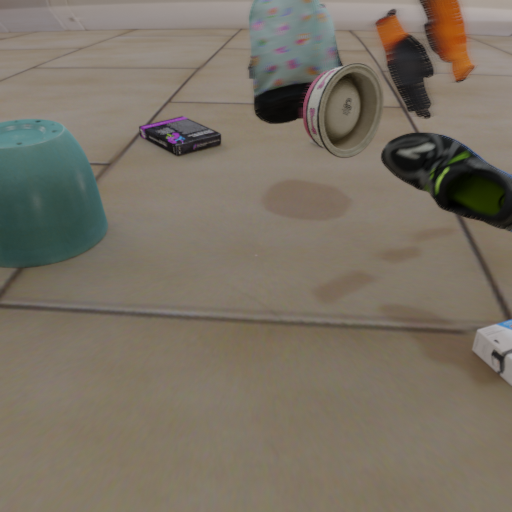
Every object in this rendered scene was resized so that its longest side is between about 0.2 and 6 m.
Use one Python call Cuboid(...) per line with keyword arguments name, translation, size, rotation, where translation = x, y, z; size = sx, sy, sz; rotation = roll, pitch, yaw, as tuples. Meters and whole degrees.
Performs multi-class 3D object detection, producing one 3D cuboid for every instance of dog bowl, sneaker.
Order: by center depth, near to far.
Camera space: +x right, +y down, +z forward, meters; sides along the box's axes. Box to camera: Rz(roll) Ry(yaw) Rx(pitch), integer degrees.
Cuboid(name="sneaker", translation=(2.561, -1.065, 7.334), size=(0.955, 0.817, 2.305), rotation=(4, 27, -45))
Cuboid(name="dog bowl", translation=(1.274, -2.198, 8.431), size=(1.370, 1.370, 0.505), rotation=(-21, 31, -31))

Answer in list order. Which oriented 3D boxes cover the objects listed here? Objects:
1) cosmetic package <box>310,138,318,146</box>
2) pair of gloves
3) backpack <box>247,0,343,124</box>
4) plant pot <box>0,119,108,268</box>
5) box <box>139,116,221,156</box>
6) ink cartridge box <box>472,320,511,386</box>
Cuboid(name="cosmetic package", translation=(2.155, -3.499, 16.271), size=(1.116, 0.413, 0.567), rotation=(-22, 38, -31))
Cuboid(name="pair of gloves", translation=(2.917, -3.489, 9.419), size=(2.102, 1.873, 0.260), rotation=(-45, 29, -23))
Cuboid(name="backpack", translation=(0.811, -4.169, 11.470), size=(2.121, 2.541, 1.609), rotation=(-4, -1, 20))
Cuboid(name="plant pot", translation=(-4.446, -1.399, 11.019), size=(2.734, 2.194, 2.734), rotation=(0, 31, 0))
Cuboid(name="box", translation=(-2.233, -3.523, 16.343), size=(1.529, 0.386, 2.138), rotation=(-22, 36, -31))
Cuboid(name="ink cartridge box", translation=(3.745, 1.415, 8.025), size=(0.722, 0.417, 0.996), rotation=(-11, 33, -18))
